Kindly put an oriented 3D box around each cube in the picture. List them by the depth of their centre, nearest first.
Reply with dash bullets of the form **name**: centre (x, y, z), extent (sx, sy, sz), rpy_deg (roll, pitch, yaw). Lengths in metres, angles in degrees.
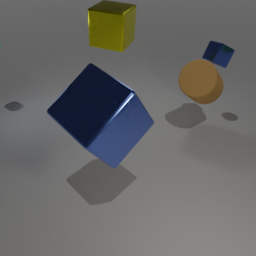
- **cube**: centre (-0.541, -0.232, 6.012), extent (1.400, 1.400, 1.400), rpy_deg (38, 84, 32)
- **cube**: centre (3.301, -2.702, 10.260), extent (0.700, 0.700, 0.700), rpy_deg (16, 17, -28)
- **cube**: centre (-0.583, -3.893, 10.652), extent (1.400, 1.400, 1.400), rpy_deg (15, 40, 14)

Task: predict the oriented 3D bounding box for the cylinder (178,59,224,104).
- **cylinder**: centre (2.772, -1.699, 10.554), extent (1.400, 1.400, 1.400), rpy_deg (19, 3, 28)
